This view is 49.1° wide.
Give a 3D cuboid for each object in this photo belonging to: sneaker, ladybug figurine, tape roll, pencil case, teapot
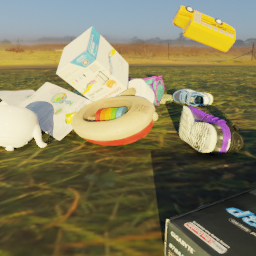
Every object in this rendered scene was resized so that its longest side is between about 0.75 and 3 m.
[{"bbox_3d":[2.682,-1.296,11.999,1.759,0.650,0.723,9,20,32],"label":"sneaker"},{"bbox_3d":[-0.322,-0.138,6.987,2.320,0.835,1.575,0,38,31],"label":"ladybug figurine"},{"bbox_3d":[0.094,-0.830,8.843,0.518,1.482,1.482,43,-12,-34],"label":"tape roll"},{"bbox_3d":[2.073,0.070,7.054,1.170,0.818,2.353,4,19,-9],"label":"sneaker"},{"bbox_3d":[0.125,-1.692,12.101,2.823,1.304,1.201,9,24,25],"label":"pencil case"},{"bbox_3d":[-2.814,0.071,6.696,1.297,0.947,1.280,-11,-22,33],"label":"teapot"}]

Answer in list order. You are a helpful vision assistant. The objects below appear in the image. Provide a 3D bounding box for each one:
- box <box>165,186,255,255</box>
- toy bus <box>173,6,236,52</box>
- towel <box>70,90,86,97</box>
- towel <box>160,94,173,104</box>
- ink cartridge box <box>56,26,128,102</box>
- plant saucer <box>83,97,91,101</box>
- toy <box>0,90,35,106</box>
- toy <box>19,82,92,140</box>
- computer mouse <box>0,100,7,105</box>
[{"bbox_3d":[1.715,1.379,2.689,1.768,0.512,2.224,-9,18,-29],"label":"box"},{"bbox_3d":[1.512,-1.981,5.620,1.219,0.397,0.477,18,57,-10],"label":"toy bus"},{"bbox_3d":[-2.616,-1.577,13.564,1.317,0.324,1.775,-12,19,-39],"label":"towel"},{"bbox_3d":[1.311,-1.334,12.788,1.492,0.272,1.107,5,18,16],"label":"towel"},{"bbox_3d":[-0.946,-1.708,8.060,1.216,1.652,1.195,-27,42,31],"label":"ink cartridge box"},{"bbox_3d":[-2.290,-1.025,11.616,1.627,0.313,1.627,1,15,0],"label":"plant saucer"},{"bbox_3d":[-3.828,-0.842,10.423,1.522,0.624,2.643,-8,22,-39],"label":"toy"},{"bbox_3d":[-2.206,-0.460,8.578,2.636,0.622,1.518,23,60,40],"label":"toy"},{"bbox_3d":[-4.884,-1.063,11.460,2.127,0.467,1.166,-5,15,-18],"label":"computer mouse"}]
